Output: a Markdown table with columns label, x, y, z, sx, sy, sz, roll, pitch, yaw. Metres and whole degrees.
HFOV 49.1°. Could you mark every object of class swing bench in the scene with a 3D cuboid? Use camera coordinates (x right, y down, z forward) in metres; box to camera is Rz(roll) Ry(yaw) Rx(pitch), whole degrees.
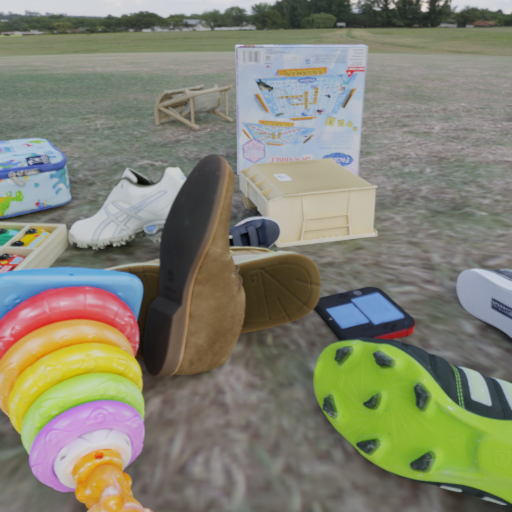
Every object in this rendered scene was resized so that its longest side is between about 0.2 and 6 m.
| label | x | y | z | sx | sy | sz | roll | pitch | yaw |
| --- | --- | --- | --- | --- | --- | --- | --- | --- | --- |
| swing bench | -2.015 | -4.840 | 17.998 | 1.859 | 1.206 | 1.849 | 16 | 29 | 32 |

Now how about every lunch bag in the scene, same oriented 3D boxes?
| label | x | y | z | sx | sy | sz | roll | pitch | yaw |
| --- | --- | --- | --- | --- | --- | --- | --- | --- | --- |
| lunch bag | -4.876 | -1.577 | 11.002 | 2.107 | 1.081 | 2.621 | -14 | 27 | -22 |

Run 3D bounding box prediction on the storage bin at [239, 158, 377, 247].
| label | x | y | z | sx | sy | sz | roll | pitch | yaw |
| --- | --- | --- | --- | --- | --- | --- | --- | --- | --- |
| storage bin | 0.853 | -0.997 | 9.897 | 1.928 | 0.910 | 1.942 | -7 | 26 | -14 |

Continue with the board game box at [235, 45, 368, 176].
| label | x | y | z | sx | sy | sz | roll | pitch | yaw |
| --- | --- | --- | --- | --- | --- | --- | --- | --- | --- |
| board game box | 0.947 | -3.209 | 12.461 | 2.805 | 2.798 | 0.577 | 1 | 24 | 1 |

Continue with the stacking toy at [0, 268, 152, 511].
| label | x | y | z | sx | sy | sz | roll | pitch | yaw |
| --- | --- | --- | --- | --- | --- | --- | --- | --- | --- |
| stacking toy | -1.400 | 1.323 | 4.589 | 1.477 | 1.396 | 2.544 | 1 | 32 | -33 |

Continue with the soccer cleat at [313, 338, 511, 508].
| label | x | y | z | sx | sy | sz | roll | pitch | yaw |
| --- | --- | --- | --- | --- | --- | --- | --- | --- | --- |
| soccer cleat | 1.855 | 1.449 | 4.585 | 3.129 | 1.056 | 1.268 | 13 | -5 | 44 |

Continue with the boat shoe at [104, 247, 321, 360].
| label | x | y | z | sx | sy | sz | roll | pitch | yaw |
| --- | --- | --- | --- | --- | --- | --- | --- | --- | --- |
| boat shoe | -0.784 | 0.494 | 6.612 | 2.991 | 1.107 | 0.993 | -4 | 9 | -12 |

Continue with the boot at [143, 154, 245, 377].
| label | x | y | z | sx | sy | sz | roll | pitch | yaw |
| --- | --- | --- | --- | --- | --- | --- | --- | --- | --- |
| boot | -0.506 | 0.123 | 5.830 | 0.869 | 2.304 | 0.848 | 9 | 9 | -33 |

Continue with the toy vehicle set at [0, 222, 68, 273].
| label | x | y | z | sx | sy | sz | roll | pitch | yaw |
| --- | --- | --- | --- | --- | --- | --- | --- | --- | --- |
| toy vehicle set | -4.025 | 0.222 | 7.820 | 1.795 | 0.383 | 2.889 | 1 | 24 | 3 |

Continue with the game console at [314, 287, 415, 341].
| label | x | y | z | sx | sy | sz | roll | pitch | yaw |
| --- | --- | --- | --- | --- | --- | --- | --- | --- | --- |
| game console | 1.326 | 0.728 | 6.970 | 0.970 | 0.170 | 1.097 | -7 | 25 | -16 |

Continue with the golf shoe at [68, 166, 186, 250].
| label | x | y | z | sx | sy | sz | roll | pitch | yaw |
| --- | --- | --- | --- | --- | --- | --- | --- | --- | --- |
| golf shoe | -1.958 | -0.757 | 8.690 | 2.404 | 1.169 | 0.941 | -8 | 12 | 23 |

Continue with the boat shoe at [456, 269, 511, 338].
| label | x | y | z | sx | sy | sz | roll | pitch | yaw |
| --- | --- | --- | --- | --- | --- | --- | --- | --- | --- |
| boat shoe | 3.277 | 0.686 | 6.414 | 0.757 | 0.801 | 2.233 | -8 | 19 | -15 |

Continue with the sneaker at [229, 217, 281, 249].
| label | x | y | z | sx | sy | sz | roll | pitch | yaw |
| --- | --- | --- | --- | --- | --- | --- | --- | --- | --- |
| sneaker | -0.301 | -0.176 | 8.451 | 1.501 | 0.589 | 0.596 | -15 | 18 | -7 |
